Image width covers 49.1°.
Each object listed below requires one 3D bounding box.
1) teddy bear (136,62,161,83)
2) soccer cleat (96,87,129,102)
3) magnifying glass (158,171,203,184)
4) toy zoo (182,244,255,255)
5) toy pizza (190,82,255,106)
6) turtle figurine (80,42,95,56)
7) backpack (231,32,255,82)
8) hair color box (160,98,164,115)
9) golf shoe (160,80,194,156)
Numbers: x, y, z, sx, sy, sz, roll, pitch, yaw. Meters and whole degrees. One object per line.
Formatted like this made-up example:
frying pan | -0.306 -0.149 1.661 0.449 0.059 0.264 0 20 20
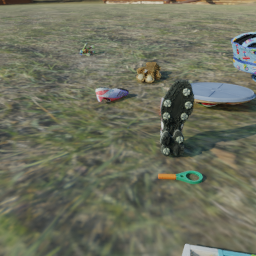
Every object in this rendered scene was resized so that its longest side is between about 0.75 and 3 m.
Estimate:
teddy bear | 0.809 -2.080 10.810 0.985 0.454 1.359 -5 35 7
soccer cleat | -0.479 -1.044 8.897 1.203 0.440 0.410 -4 -4 -39
magnifying glass | 1.020 0.947 5.442 0.848 0.095 0.338 0 28 2
toy zoo | 1.205 1.960 3.489 1.464 0.150 0.961 5 29 9
toy pizza | 2.710 -1.022 8.684 2.277 0.361 2.277 0 21 0
turtle figurine | -1.943 -3.909 13.968 0.802 0.828 0.596 -26 71 -46
backpack | 5.024 -2.414 9.814 2.743 1.845 2.504 -2 28 -5
hair color box | 1.147 -0.622 8.194 0.400 0.241 0.788 5 28 8
golf shoe | 0.943 -0.239 5.964 0.649 1.680 0.740 6 22 -3
